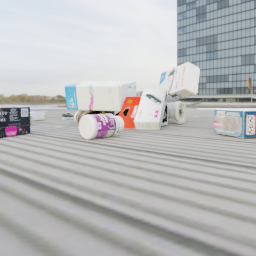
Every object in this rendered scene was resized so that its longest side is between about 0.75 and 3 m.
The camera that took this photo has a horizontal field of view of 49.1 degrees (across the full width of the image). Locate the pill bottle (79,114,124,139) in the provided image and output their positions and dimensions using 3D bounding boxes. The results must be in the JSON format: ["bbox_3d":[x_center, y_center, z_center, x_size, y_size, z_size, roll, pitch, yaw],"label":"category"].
[{"bbox_3d":[-0.747,-0.068,8.320,0.717,0.717,1.277,5,8,44],"label":"pill bottle"}]

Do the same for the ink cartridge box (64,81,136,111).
[{"bbox_3d":[-1.267,-1.620,13.798,2.946,1.247,2.129,2,15,23],"label":"ink cartridge box"}]

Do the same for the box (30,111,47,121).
[{"bbox_3d":[-5.824,-0.679,15.957,1.332,0.521,2.185,3,6,30],"label":"box"}]

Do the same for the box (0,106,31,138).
[{"bbox_3d":[-3.879,-0.232,8.833,0.819,0.944,1.428,2,6,21],"label":"box"}]

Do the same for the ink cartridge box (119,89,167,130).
[{"bbox_3d":[0.534,-0.816,11.407,1.883,0.472,2.169,2,43,16],"label":"ink cartridge box"}]

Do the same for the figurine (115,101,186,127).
[{"bbox_3d":[1.117,-0.676,13.559,2.604,1.149,2.669,-1,3,39],"label":"figurine"}]

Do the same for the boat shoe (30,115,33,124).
[{"bbox_3d":[-4.893,-0.336,12.625,0.466,0.547,1.637,-12,-2,11],"label":"boat shoe"}]

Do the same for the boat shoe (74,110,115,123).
[{"bbox_3d":[-1.526,-0.600,13.930,2.236,0.803,0.666,-9,15,-38],"label":"boat shoe"}]

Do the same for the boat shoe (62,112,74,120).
[{"bbox_3d":[-3.652,-0.748,17.219,0.438,0.431,1.216,1,5,16],"label":"boat shoe"}]

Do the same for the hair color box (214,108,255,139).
[{"bbox_3d":[4.361,-0.209,9.045,2.812,0.851,1.406,-2,6,-19],"label":"hair color box"}]

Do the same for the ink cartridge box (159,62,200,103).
[{"bbox_3d":[2.466,-2.212,13.859,0.849,1.448,1.977,19,-18,-29],"label":"ink cartridge box"}]
